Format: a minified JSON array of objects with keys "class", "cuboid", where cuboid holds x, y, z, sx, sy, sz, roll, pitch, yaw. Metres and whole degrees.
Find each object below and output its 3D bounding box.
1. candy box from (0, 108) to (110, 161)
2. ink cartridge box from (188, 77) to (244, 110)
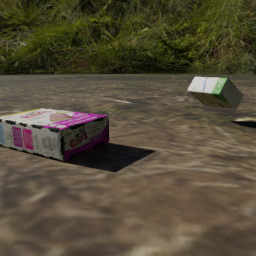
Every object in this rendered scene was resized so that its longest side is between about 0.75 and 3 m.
[{"class":"candy box","cuboid":[-1.522,0.039,5.564,1.941,0.592,1.324,7,16,31]},{"class":"ink cartridge box","cuboid":[2.350,-0.959,7.598,0.848,0.492,1.171,32,-6,-32]}]
